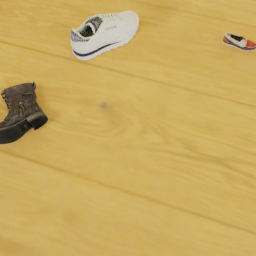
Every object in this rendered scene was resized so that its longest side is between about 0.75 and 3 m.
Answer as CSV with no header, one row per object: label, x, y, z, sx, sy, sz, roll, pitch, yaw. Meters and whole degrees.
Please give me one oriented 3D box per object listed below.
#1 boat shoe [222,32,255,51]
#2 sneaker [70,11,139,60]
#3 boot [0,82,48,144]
boat shoe,3.712,-2.865,9.254,1.125,0.352,0.400,19,60,9
sneaker,-0.665,-3.215,9.052,2.656,1.069,1.015,-38,65,-21
boot,-3.220,-0.482,7.804,1.820,0.630,1.584,-25,59,-20
